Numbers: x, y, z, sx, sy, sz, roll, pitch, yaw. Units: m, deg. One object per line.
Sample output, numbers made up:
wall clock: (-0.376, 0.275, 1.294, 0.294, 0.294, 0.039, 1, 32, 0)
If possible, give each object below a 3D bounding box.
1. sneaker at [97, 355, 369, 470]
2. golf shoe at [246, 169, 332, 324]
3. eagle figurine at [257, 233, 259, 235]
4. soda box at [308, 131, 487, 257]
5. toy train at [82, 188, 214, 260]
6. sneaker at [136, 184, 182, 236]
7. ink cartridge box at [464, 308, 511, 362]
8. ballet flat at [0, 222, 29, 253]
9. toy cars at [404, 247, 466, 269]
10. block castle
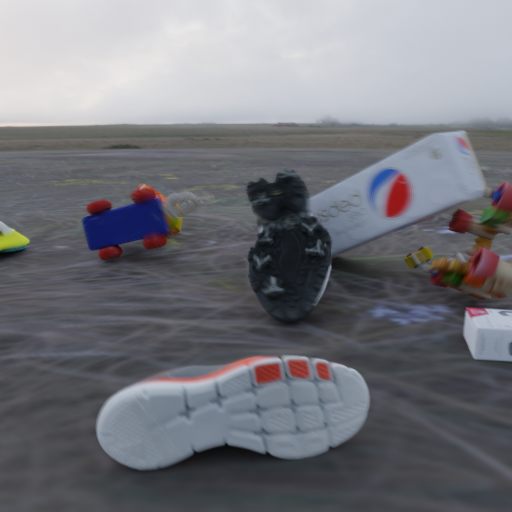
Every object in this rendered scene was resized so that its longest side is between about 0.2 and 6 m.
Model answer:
sneaker: (-0.170, 1.109, 4.529, 2.101, 0.809, 0.860, -1, 8, -9)
golf shoe: (0.562, 0.031, 8.230, 1.187, 1.443, 3.054, -11, 39, 9)
eagle figurine: (0.395, -0.347, 11.290, 0.751, 0.567, 0.570, 33, 66, 10)
soda box: (2.019, -0.865, 9.169, 1.004, 1.074, 3.153, -16, -7, -44)
toy train: (-1.780, -0.712, 10.459, 2.507, 1.061, 1.451, -13, 3, 11)
sneaker: (-2.319, -1.001, 13.111, 1.052, 0.996, 2.729, 5, 20, -21)
ink cartridge box: (2.846, 0.876, 6.198, 0.932, 0.399, 0.688, 1, 13, 9)
ballet flat: (-4.917, -0.290, 10.155, 0.745, 0.747, 2.229, -4, 12, 14)
toy cars: (2.902, 0.106, 9.172, 0.996, 0.447, 0.221, 14, 21, 28)
block castle: (2.968, -0.154, 7.529, 0.876, 1.248, 1.868, 21, -7, 2)
